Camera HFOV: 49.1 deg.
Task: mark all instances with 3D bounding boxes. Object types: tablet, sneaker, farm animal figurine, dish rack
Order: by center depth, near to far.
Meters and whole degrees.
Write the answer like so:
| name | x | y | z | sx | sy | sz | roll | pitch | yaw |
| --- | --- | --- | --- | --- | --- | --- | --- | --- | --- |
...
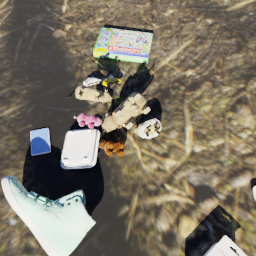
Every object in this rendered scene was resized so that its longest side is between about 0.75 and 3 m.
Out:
| name | x | y | z | sx | sy | sz | roll | pitch | yaw |
| --- | --- | --- | --- | --- | --- | --- | --- | --- | --- |
| sneaker | -2.127 | 2.038 | 7.755 | 1.638 | 1.022 | 2.777 | -41 | 76 | -17 |
| dish rack | -1.560 | 0.599 | 8.955 | 1.206 | 0.306 | 1.405 | -4 | 58 | 13 |
| farm animal figurine | -0.407 | -0.478 | 8.974 | 2.448 | 1.291 | 2.476 | -24 | 104 | -6 |
| tablet | -2.923 | 0.448 | 9.345 | 0.625 | 0.066 | 0.961 | -11 | 58 | -7 |

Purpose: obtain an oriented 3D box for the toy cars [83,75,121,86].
| name | x | y | z | sx | sy | sz | roll | pitch | yaw |
| --- | --- | --- | --- | --- | --- | --- | --- | --- | --- |
| toy cars | -0.969 | -1.781 | 10.406 | 1.407 | 0.311 | 0.631 | 1 | 28 | 7 |

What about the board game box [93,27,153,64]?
| name | x | y | z | sx | sy | sz | roll | pitch | yaw |
| --- | --- | --- | --- | --- | --- | --- | --- | --- | --- |
| board game box | -0.171 | -3.458 | 11.659 | 2.249 | 0.327 | 1.514 | 8 | 58 | 5 |

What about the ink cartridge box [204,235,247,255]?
| name | x | y | z | sx | sy | sz | roll | pitch | yaw |
| --- | --- | --- | --- | --- | --- | --- | --- | --- | --- |
| ink cartridge box | 2.269 | 3.582 | 7.101 | 1.496 | 0.504 | 0.876 | -37 | 65 | -21 |

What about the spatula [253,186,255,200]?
| name | x | y | z | sx | sy | sz | roll | pitch | yaw |
| --- | --- | --- | --- | --- | --- | --- | --- | --- | --- |
| spatula | 4.928 | 2.575 | 7.927 | 2.573 | 0.207 | 1.789 | 5 | 57 | 3 |
